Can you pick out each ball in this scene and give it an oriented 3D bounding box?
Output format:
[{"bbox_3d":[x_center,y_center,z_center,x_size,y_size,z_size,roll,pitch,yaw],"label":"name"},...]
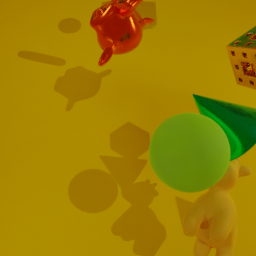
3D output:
[{"bbox_3d":[0.883,0.354,4.096,1.155,1.155,1.155,0,64,0],"label":"ball"}]

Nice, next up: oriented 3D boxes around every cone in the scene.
[{"bbox_3d":[1.439,-0.203,4.502,1.077,1.073,1.073,39,69,-6],"label":"cone"}]

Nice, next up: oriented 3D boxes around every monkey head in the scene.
[{"bbox_3d":[-0.058,-2.276,6.227,1.421,1.190,1.975,6,46,52],"label":"monkey head"}]

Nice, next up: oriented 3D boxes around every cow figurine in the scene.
[{"bbox_3d":[1.594,1.351,4.927,0.893,1.626,1.600,5,38,36],"label":"cow figurine"}]

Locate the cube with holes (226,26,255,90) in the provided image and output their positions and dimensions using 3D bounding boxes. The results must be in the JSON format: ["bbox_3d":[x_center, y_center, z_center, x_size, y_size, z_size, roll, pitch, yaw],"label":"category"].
[{"bbox_3d":[2.102,-1.080,4.262,0.724,0.724,0.724,-35,30,-8],"label":"cube with holes"}]
